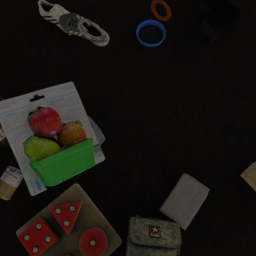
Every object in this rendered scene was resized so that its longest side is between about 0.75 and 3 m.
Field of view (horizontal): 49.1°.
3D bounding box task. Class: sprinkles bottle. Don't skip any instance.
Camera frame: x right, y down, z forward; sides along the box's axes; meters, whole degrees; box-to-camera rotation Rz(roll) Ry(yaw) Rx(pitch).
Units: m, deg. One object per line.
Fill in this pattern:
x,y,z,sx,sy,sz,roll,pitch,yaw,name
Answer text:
-4.253,1.631,10.753,0.750,0.750,2.199,27,75,8,sprinkles bottle

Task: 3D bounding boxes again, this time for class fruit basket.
-2.242,0.212,8.357,2.554,1.292,2.757,-25,89,-35,fruit basket

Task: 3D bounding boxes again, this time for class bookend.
3.818,-5.060,12.777,1.790,0.825,1.779,-42,76,-11,bookend

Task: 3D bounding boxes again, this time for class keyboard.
-3.413,1.539,10.612,1.989,0.255,1.194,27,73,-20,keyboard

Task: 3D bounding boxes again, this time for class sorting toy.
-2.139,3.887,9.930,2.800,0.980,2.817,-39,76,-11,sorting toy

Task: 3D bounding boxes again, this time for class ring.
1.261,-4.572,10.911,0.920,0.920,0.088,38,70,11,ring

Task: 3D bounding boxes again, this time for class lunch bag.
0.835,4.229,9.680,1.805,1.294,2.200,8,69,-2,lunch bag

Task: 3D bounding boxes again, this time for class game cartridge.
-2.171,0.088,11.408,2.372,0.485,1.579,39,73,11,game cartridge

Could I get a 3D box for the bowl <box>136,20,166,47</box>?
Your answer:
1.046,-4.320,12.843,1.338,0.263,1.338,0,73,0,bowl

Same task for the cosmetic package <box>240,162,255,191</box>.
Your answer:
5.421,2.273,10.341,0.804,1.190,2.261,-39,75,-11,cosmetic package

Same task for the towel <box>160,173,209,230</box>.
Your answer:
2.161,2.741,10.652,1.210,0.315,1.826,35,77,12,towel

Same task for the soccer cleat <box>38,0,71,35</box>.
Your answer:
-2.989,-5.004,12.642,2.457,1.047,0.843,30,75,9,soccer cleat

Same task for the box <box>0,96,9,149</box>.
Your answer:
-5.174,-0.390,11.005,1.759,1.445,1.460,43,78,12,box

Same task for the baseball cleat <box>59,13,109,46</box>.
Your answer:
-1.584,-3.471,9.372,2.101,1.118,0.732,26,91,15,baseball cleat
